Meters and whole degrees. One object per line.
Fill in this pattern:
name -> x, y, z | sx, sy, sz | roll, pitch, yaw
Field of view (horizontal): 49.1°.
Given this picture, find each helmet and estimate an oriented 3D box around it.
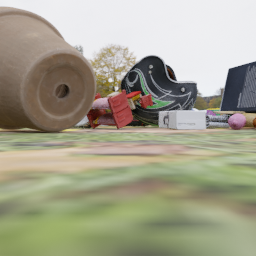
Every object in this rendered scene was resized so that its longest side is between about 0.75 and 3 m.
helmet -> 1.295, -1.368, 11.319 | 2.800, 2.670, 2.800 | -35, -10, -7

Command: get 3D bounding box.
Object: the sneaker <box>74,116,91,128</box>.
sneaker -> -1.335, -0.182, 8.628 | 1.134, 0.445, 0.450 | -15, -35, -29

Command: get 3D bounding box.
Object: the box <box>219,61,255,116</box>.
box -> 4.550, -0.956, 8.078 | 2.177, 1.571, 2.934 | 13, -3, -19

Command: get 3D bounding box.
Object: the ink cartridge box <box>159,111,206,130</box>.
ink cartridge box -> 1.451, -0.218, 7.627 | 0.861, 0.494, 1.185 | 0, 2, -15

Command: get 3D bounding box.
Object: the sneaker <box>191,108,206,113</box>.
sneaker -> 3.217, -0.518, 12.671 | 1.308, 0.915, 2.265 | -2, -1, 12

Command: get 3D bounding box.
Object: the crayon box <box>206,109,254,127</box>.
crayon box -> 5.064, -0.441, 11.532 | 2.358, 0.797, 2.733 | -2, 2, -32

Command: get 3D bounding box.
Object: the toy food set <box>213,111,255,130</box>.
toy food set -> 3.266, -0.097, 6.727 | 1.525, 0.378, 2.399 | -1, 9, -25

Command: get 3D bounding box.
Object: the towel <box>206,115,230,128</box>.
towel -> 2.777, -0.219, 9.255 | 0.864, 0.446, 1.043 | 0, 1, -16

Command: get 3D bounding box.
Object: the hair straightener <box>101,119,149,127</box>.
hair straightener -> -0.140, -0.328, 12.460 | 2.603, 0.533, 1.002 | 0, 1, -19

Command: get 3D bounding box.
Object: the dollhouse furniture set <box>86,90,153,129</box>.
dollhouse furniture set -> -0.126, -0.811, 8.523 | 1.217, 0.920, 2.262 | 0, 24, 42

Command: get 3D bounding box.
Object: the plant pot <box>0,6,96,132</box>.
plant pot -> -1.900, -0.985, 5.566 | 2.641, 2.641, 2.303 | -1, 19, -44
